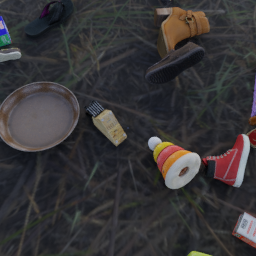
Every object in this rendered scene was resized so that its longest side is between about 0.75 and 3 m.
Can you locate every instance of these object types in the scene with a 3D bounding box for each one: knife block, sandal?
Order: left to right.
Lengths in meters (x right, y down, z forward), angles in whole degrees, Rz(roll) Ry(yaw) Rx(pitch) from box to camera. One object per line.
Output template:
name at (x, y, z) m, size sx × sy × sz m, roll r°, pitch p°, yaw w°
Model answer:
sandal at (-3.145, -4.591, 11.410) m, size 0.954 × 0.607 × 2.538 m, roll 32°, pitch 66°, yaw 16°
knife block at (-0.809, -0.192, 9.117) m, size 0.470 × 1.290 × 1.469 m, roll -39°, pitch 113°, yaw -18°

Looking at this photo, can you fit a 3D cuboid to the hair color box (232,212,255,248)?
hair color box at (3.500, 2.850, 7.396) m, size 1.239 × 0.379 × 0.629 m, roll 29°, pitch 65°, yaw 14°

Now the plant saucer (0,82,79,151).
plant saucer at (-2.891, -0.363, 9.170) m, size 2.637 × 0.423 × 2.637 m, roll 0°, pitch 61°, yaw 0°

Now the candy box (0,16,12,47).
candy box at (-5.400, -3.652, 10.938) m, size 1.361 × 0.524 × 1.151 m, roll -22°, pitch 62°, yaw -11°

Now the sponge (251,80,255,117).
sponge at (5.172, -1.323, 9.725) m, size 1.437 × 0.384 × 2.576 m, roll 15°, pitch 62°, yaw 9°

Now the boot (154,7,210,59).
boot at (2.130, -3.645, 10.813) m, size 2.019 × 0.997 × 2.600 m, roll 0°, pitch 55°, yaw -6°

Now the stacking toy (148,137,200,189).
stacking toy at (1.175, 0.848, 8.301) m, size 1.236 × 1.236 × 1.692 m, roll -31°, pitch 46°, yaw -16°

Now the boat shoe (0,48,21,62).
boat shoe at (-4.626, -2.777, 10.527) m, size 1.138 × 0.409 × 0.339 m, roll -10°, pitch 61°, yaw -11°

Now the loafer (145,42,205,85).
loafer at (1.549, -2.243, 9.691) m, size 2.157 × 0.788 × 0.766 m, roll -26°, pitch 53°, yaw 3°

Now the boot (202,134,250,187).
boot at (2.914, 0.808, 8.435) m, size 1.207 × 0.606 × 1.673 m, roll 18°, pitch 66°, yaw 11°

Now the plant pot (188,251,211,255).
plant pot at (1.925, 4.104, 5.734) m, size 2.263 × 2.064 × 2.275 m, roll 18°, pitch 62°, yaw 9°

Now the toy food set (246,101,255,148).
toy food set at (4.573, -0.229, 8.858) m, size 1.544 × 0.382 × 2.429 m, roll 37°, pitch 88°, yaw 16°
